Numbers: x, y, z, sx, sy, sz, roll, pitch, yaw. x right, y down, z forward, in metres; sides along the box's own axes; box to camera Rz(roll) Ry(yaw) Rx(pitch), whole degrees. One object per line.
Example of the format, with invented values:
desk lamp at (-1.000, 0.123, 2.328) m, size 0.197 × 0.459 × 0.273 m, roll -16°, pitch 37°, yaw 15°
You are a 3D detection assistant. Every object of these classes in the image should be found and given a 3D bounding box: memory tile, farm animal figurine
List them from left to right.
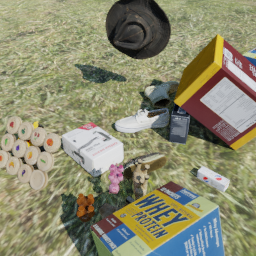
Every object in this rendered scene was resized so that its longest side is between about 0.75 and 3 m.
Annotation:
memory tile at (-3.158, 0.727, 8.629) m, size 2.321 × 1.779 × 0.195 m, roll 20°, pitch 0°, yaw 27°
farm animal figurine at (-0.079, 2.101, 7.032) m, size 2.317 × 1.208 × 2.291 m, roll -22°, pitch 54°, yaw -29°

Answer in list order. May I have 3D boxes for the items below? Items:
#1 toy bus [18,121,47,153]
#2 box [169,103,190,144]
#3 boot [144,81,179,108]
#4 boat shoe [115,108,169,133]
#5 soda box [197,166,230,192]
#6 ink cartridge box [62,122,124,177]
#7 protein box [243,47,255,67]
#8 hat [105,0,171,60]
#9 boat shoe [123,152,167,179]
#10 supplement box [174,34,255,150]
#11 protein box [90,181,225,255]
toy bus at (-3.267, 0.468, 9.303) m, size 1.115 × 1.162 × 0.788 m, roll -12°, pitch 35°, yaw -3°
box at (1.884, -0.155, 10.087) m, size 0.626 × 1.169 × 0.868 m, roll 8°, pitch 36°, yaw 14°
boot at (1.710, -1.484, 12.444) m, size 1.717 × 0.619 × 1.328 m, roll -14°, pitch 37°, yaw -10°
boat shoe at (0.561, -0.382, 10.763) m, size 2.183 × 0.762 × 0.774 m, roll -6°, pitch 36°, yaw -9°
soda box at (2.567, 1.538, 8.479) m, size 0.921 × 0.293 × 0.314 m, roll 28°, pitch 44°, yaw 33°
ink cartridge box at (-1.170, 0.650, 9.337) m, size 1.286 × 0.726 × 1.752 m, roll -28°, pitch 43°, yaw -35°
protein box at (6.013, -2.214, 12.289) m, size 1.984 × 1.970 × 1.339 m, roll 28°, pitch 44°, yaw 33°
hat at (0.178, -3.646, 10.882) m, size 2.810 × 2.810 × 1.134 m, roll 14°, pitch 45°, yaw 18°
boat shoe at (0.478, 1.162, 8.858) m, size 1.554 × 0.569 × 0.503 m, roll -12°, pitch 28°, yaw -25°
supplement box at (3.537, -1.342, 10.047) m, size 2.868 × 1.904 × 2.828 m, roll 37°, pitch 38°, yaw -8°
protein box at (0.653, 2.478, 5.366) m, size 1.995 × 1.980 × 1.346 m, roll -23°, pitch 21°, yaw -26°
